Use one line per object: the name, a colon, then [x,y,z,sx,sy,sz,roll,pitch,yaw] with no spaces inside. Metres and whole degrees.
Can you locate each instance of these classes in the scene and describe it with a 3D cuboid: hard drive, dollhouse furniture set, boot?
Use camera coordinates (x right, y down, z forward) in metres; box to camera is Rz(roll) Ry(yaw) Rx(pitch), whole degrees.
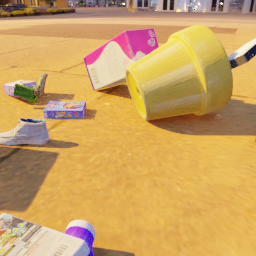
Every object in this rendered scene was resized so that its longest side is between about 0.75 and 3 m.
hard drive: [3.548,-2.275,8.452,1.604,0.303,1.120,-39,8,-23]
dollhouse furniture set: [-3.749,-1.586,10.868,0.690,0.893,1.787,16,24,-5]
boot: [-2.997,0.045,7.848,1.533,0.733,0.564,-1,26,-2]

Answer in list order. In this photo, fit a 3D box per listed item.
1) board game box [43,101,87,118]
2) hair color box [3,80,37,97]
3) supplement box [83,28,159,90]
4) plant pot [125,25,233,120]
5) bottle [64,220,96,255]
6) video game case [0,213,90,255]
board game box: [-2.165,-0.644,9.748,1.321,0.296,0.888,0,26,0]
hair color box: [-4.296,-1.593,11.180,0.815,0.483,1.491,-25,26,-36]
supplement box: [-0.255,-2.660,11.173,1.546,1.514,2.991,-21,7,-37]
plant pot: [1.456,-1.536,9.087,2.651,2.818,2.818,-21,30,-7]
bottle: [-0.898,2.123,3.683,0.854,0.668,2.045,2,26,7]
video game case: [-1.850,2.043,3.381,2.011,0.254,2.207,-1,30,38]
